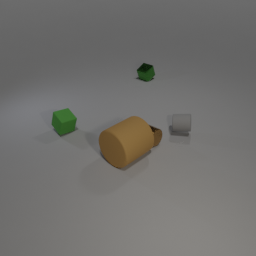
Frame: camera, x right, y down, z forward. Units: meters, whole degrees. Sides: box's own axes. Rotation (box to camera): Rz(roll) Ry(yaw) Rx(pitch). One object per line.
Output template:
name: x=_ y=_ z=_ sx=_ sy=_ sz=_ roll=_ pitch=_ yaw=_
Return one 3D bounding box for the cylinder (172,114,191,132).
cylinder: x=2.135 y=-0.210 z=11.087 sx=0.700 sy=0.700 sz=0.700 roll=0 pitch=31 yaw=15

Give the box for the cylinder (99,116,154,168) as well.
cylinder: x=-0.054 y=0.465 z=9.727 sx=1.400 sy=1.400 sz=1.400 roll=27 pitch=41 yaw=36

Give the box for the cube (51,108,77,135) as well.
cube: x=-2.574 y=-0.264 z=11.268 sx=0.700 sy=0.700 sz=0.700 roll=-20 pitch=54 yaw=-38

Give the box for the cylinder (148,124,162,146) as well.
cylinder: x=0.835 y=0.260 z=10.686 sx=0.700 sy=0.700 sz=0.700 roll=-28 pitch=38 yaw=-37

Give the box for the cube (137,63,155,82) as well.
cube: x=1.033 y=-3.181 z=16.026 sx=0.700 sy=0.700 sz=0.700 roll=26 pitch=63 yaw=35
